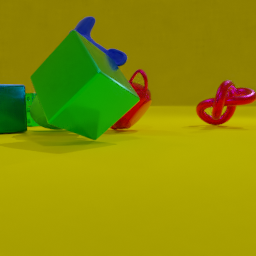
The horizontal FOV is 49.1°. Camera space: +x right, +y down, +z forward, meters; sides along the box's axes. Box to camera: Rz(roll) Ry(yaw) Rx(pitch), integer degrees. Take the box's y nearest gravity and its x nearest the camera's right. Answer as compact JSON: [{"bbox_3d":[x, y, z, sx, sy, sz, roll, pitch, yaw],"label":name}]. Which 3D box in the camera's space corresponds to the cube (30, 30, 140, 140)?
[{"bbox_3d":[-0.728,-0.668,4.734,1.138,1.138,1.138,-41,-34,16],"label":"cube"}]

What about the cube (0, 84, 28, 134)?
[{"bbox_3d":[-3.016,-0.440,6.477,1.063,1.063,1.063,-4,6,-33],"label":"cube"}]

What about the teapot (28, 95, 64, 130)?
[{"bbox_3d":[-1.760,-0.526,6.782,1.970,0.965,1.225,-15,-25,28],"label":"teapot"}]

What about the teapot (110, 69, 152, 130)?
[{"bbox_3d":[-0.102,-0.573,6.887,0.979,1.999,1.243,42,32,12],"label":"teapot"}]

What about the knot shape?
[{"bbox_3d":[2.927,-0.767,8.163,1.633,0.806,1.745,-24,-19,-9],"label":"knot shape"}]

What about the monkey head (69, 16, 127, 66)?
[{"bbox_3d":[-0.846,-1.584,6.059,1.170,1.396,1.941,38,-28,-31],"label":"monkey head"}]

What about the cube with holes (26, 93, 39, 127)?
[{"bbox_3d":[-2.974,-0.579,8.795,0.985,0.985,0.985,3,5,28],"label":"cube with holes"}]
